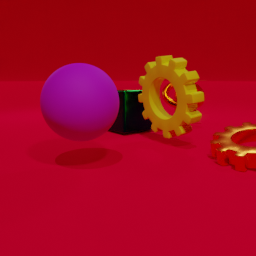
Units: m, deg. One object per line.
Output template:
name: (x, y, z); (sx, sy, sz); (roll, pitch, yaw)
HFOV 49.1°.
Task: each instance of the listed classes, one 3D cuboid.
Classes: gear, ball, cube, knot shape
gear: (0.826, -0.632, 5.818); (0.306, 1.655, 1.655); (-14, 17, -32)
ball: (-0.745, -0.395, 4.400); (1.215, 1.215, 1.215); (0, 10, 0)
gear: (2.168, 0.273, 4.768); (1.441, 0.267, 1.441); (-11, 19, 4)
cube: (-0.003, -0.485, 7.495); (1.058, 1.058, 1.058); (-6, 10, -38)
knot shape: (1.609, -0.968, 8.642); (0.662, 1.432, 1.340); (2, 43, -36)
